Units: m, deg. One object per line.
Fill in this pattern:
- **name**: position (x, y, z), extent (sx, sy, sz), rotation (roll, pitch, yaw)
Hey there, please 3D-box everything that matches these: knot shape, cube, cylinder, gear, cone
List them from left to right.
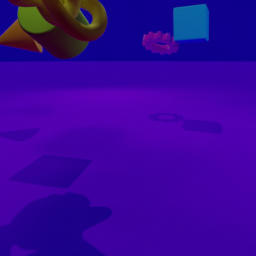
- **cone**: position (-3.212, -2.559, 7.929), extent (1.170, 1.165, 1.165), rotation (-16, 16, -3)
- **knot shape**: position (-1.058, -1.828, 3.937), extent (1.481, 0.684, 1.385), rotation (31, 12, 11)
- **cylinder**: position (-1.460, -2.132, 5.725), extent (1.095, 1.095, 1.095), rotation (4, -10, 16)
- **gear**: position (1.150, -2.967, 9.856), extent (1.271, 0.235, 1.271), rotation (11, -8, 2)
- **cube**: position (2.016, -3.253, 8.869), extent (0.971, 0.971, 0.971), rotation (2, 12, 21)
